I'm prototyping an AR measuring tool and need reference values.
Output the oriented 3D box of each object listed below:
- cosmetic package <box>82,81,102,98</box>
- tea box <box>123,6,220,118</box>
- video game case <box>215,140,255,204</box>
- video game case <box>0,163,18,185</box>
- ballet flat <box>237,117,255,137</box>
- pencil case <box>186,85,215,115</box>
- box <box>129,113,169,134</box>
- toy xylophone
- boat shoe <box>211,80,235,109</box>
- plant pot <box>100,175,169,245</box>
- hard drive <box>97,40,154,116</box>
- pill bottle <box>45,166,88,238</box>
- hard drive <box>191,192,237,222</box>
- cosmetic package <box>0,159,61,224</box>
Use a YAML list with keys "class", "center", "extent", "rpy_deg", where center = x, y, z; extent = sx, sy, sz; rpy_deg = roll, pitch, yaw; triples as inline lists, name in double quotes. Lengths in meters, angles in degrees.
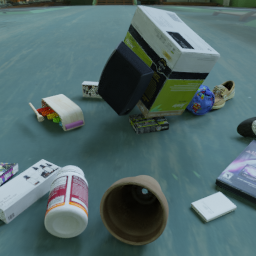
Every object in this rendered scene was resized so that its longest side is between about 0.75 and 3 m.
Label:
- class: "cosmetic package"
  center: [-1.226, -1.640, 12.213]
  extent: [1.510, 0.623, 0.382]
  rpy_deg: [5, 32, 9]
- class: "tea box"
  center: [1.153, -2.273, 9.906]
  extent: [1.843, 2.713, 2.758]
  rpy_deg: [-6, 50, -35]
- class: "video game case"
  center: [3.796, 1.218, 7.552]
  extent: [1.835, 0.244, 2.569]
  rpy_deg: [24, 38, 35]
- class: "video game case"
  center: [-3.821, 1.197, 7.142]
  extent: [1.516, 0.272, 1.374]
  rpy_deg: [1, 11, 1]
- class: "ballet flat"
  center: [4.613, -0.100, 9.318]
  extent: [1.940, 0.660, 0.663]
  rpy_deg: [-8, -1, -13]
- class: "pencil case"
  center: [2.380, -1.559, 11.512]
  extent: [1.064, 1.184, 2.726]
  rpy_deg: [11, 23, -30]
- class: "box"
  center: [0.732, -0.206, 9.990]
  extent: [1.209, 0.268, 0.969]
  rpy_deg: [-9, 33, -14]
- class: "toy xylophone"
  center: [-2.687, -0.634, 10.452]
  extent: [1.705, 0.585, 2.329]
  rpy_deg: [-14, 32, -23]
- class: "boat shoe"
  center: [3.815, -1.436, 11.705]
  extent: [0.825, 0.740, 2.229]
  rpy_deg: [21, 36, 32]
- class: "plant pot"
  center: [0.236, 1.590, 6.034]
  extent: [1.381, 1.381, 1.205]
  rpy_deg: [8, 11, 14]
- class: "hard drive"
  center: [-0.220, -1.423, 8.835]
  extent: [1.540, 2.283, 0.483]
  rpy_deg: [47, 54, 9]
- class: "pill bottle"
  center: [-1.326, 1.568, 6.273]
  extent: [0.871, 0.871, 1.542]
  rpy_deg: [-3, 30, -5]
- class: "hard drive"
  center: [2.005, 1.836, 6.566]
  extent: [0.867, 0.114, 0.571]
  rpy_deg: [-13, 32, -23]
- class: "cosmetic package"
  center: [-2.491, 1.469, 6.880]
  extent: [0.734, 0.450, 1.777]
  rpy_deg: [16, 33, 28]
